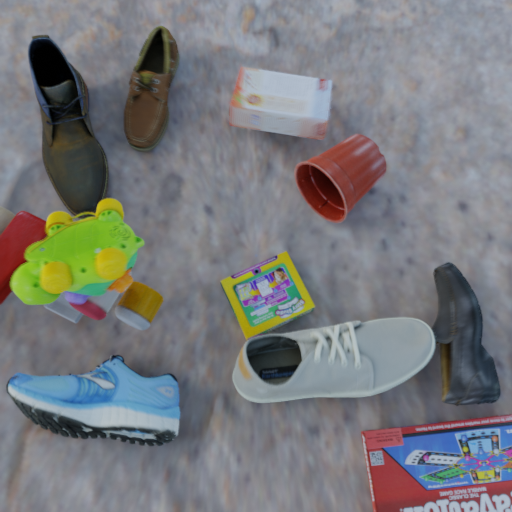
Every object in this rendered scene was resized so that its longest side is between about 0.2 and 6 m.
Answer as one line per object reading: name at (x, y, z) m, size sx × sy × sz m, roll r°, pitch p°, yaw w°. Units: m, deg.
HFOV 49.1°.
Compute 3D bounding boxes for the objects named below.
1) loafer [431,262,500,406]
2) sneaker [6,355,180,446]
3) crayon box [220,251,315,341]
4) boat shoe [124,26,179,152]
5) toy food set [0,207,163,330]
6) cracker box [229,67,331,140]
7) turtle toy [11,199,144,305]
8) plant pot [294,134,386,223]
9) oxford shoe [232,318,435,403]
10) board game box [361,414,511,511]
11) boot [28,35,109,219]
loafer at (2.793, 1.097, 7.944) m, size 0.737 × 0.742 × 2.039 m, roll -11°, pitch 72°, yaw 2°
sneaker at (-2.191, 1.906, 7.752) m, size 2.402 × 0.941 × 1.080 m, roll 9°, pitch 54°, yaw 0°
crayon box at (0.165, 0.594, 8.287) m, size 1.105 × 0.322 × 0.953 m, roll -24°, pitch 76°, yaw -7°
boat shoe at (-1.767, -2.743, 9.094) m, size 0.748 × 0.707 × 2.080 m, roll 6°, pitch 73°, yaw 2°
toy food set at (-3.001, 0.428, 7.619) m, size 3.169 × 1.513 × 1.426 m, roll 26°, pitch 69°, yaw 5°
cracker box at (0.403, -2.438, 8.938) m, size 1.516 × 0.437 × 1.016 m, roll 9°, pitch 53°, yaw 3°
turtle toy at (-2.135, 0.088, 6.696) m, size 1.676 × 0.847 × 1.222 m, roll -15°, pitch 46°, yaw 0°
plant pot at (1.334, -1.240, 8.525) m, size 1.059 × 1.089 × 1.089 m, roll -38°, pitch 77°, yaw -19°
oxford shoe at (1.069, 1.360, 7.652) m, size 2.864 × 0.827 × 1.077 m, roll -10°, pitch 49°, yaw -1°
board game box at (3.033, 2.999, 7.582) m, size 2.990 × 0.291 × 1.539 m, roll -6°, pitch 74°, yaw -2°
boot at (-2.974, -1.969, 8.539) m, size 1.015 × 1.317 × 2.718 m, roll -16°, pitch 74°, yaw -5°
